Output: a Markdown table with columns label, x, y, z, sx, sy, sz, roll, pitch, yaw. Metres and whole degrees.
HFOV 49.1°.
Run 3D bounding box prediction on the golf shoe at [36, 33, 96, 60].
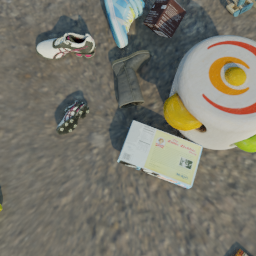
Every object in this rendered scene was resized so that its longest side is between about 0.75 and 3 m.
| label | x | y | z | sx | sy | sz | roll | pitch | yaw |
| --- | --- | --- | --- | --- | --- | --- | --- | --- | --- |
| golf shoe | -1.693 | -2.261 | 7.488 | 1.639 | 0.722 | 0.633 | -3 | 70 | 0 |

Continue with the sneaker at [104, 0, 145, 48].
| label | x | y | z | sx | sy | sz | roll | pitch | yaw |
| --- | --- | --- | --- | --- | --- | --- | --- | --- | --- |
| sneaker | 0.019 | -3.064 | 7.805 | 1.110 | 0.676 | 1.700 | -13 | 71 | -4 |

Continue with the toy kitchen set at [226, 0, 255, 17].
| label | x | y | z | sx | sy | sz | roll | pitch | yaw |
| --- | --- | --- | --- | --- | --- | --- | --- | --- | --- |
| toy kitchen set | 3.506 | -3.650 | 7.893 | 1.132 | 0.907 | 0.667 | -31 | 72 | -11 |

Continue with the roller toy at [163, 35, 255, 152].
| label | x | y | z | sx | sy | sz | roll | pitch | yaw |
| --- | --- | --- | --- | --- | --- | --- | --- | --- | --- |
| roller toy | 2.142 | -0.807 | 6.361 | 2.536 | 1.772 | 2.313 | 10 | 70 | 4 |

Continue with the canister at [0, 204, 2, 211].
| label | x | y | z | sx | sy | sz | roll | pitch | yaw |
| --- | --- | --- | --- | --- | --- | --- | --- | --- | --- |
| canister | -3.415 | 1.845 | 6.080 | 1.049 | 0.454 | 0.779 | -41 | 75 | -13 |

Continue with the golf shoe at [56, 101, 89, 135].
| label | x | y | z | sx | sy | sz | roll | pitch | yaw |
| --- | --- | --- | --- | --- | --- | --- | --- | --- | --- |
| golf shoe | -1.429 | -0.253 | 6.954 | 0.452 | 0.396 | 1.027 | 32 | 67 | 29 |

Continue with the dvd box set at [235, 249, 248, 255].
| label | x | y | z | sx | sy | sz | roll | pitch | yaw |
| --- | --- | --- | --- | --- | --- | --- | --- | --- | --- |
| dvd box set | 2.337 | 3.017 | 5.812 | 0.558 | 0.112 | 0.762 | 43 | 75 | 15 |

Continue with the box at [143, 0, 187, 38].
| label | x | y | z | sx | sy | sz | roll | pitch | yaw |
| --- | --- | --- | --- | --- | --- | --- | --- | --- | --- |
| box | 0.974 | -2.955 | 7.499 | 0.801 | 0.658 | 0.665 | -60 | 36 | 7 |

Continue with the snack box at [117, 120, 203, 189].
| label | x | y | z | sx | sy | sz | roll | pitch | yaw |
| --- | --- | --- | --- | --- | --- | --- | --- | --- | --- |
| snack box | 0.754 | 0.606 | 6.507 | 1.761 | 0.327 | 1.023 | 21 | 70 | 1 |

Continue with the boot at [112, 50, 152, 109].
| label | x | y | z | sx | sy | sz | roll | pitch | yaw |
| --- | --- | --- | --- | --- | --- | --- | --- | --- | --- |
| boot | 0.198 | -1.248 | 7.202 | 1.209 | 0.482 | 1.330 | -20 | 63 | 11 |
